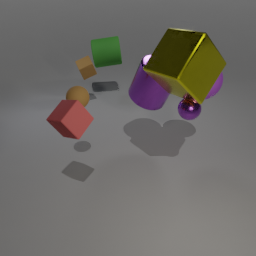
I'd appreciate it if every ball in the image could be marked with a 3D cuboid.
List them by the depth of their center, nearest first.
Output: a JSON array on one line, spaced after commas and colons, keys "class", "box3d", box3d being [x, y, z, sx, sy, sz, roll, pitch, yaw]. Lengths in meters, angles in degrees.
[{"class": "ball", "box3d": [-1.510, -0.915, 8.404, 0.700, 0.700, 0.700, 0, 30, 0]}, {"class": "ball", "box3d": [1.847, -0.581, 8.414, 0.700, 0.700, 0.700, 0, 30, 0]}, {"class": "ball", "box3d": [2.524, -1.666, 9.603, 1.400, 1.400, 1.400, 0, 30, 0]}]

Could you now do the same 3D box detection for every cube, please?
[{"class": "cube", "box3d": [-1.437, -0.220, 6.982, 0.700, 0.700, 0.700, 6, 55, 44]}, {"class": "cube", "box3d": [1.586, -1.733, 7.836, 1.400, 1.400, 1.400, 33, -2, -43]}, {"class": "cube", "box3d": [-1.984, -2.861, 13.300, 0.700, 0.700, 0.700, -26, 53, -3]}]

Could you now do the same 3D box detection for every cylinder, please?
[{"class": "cylinder", "box3d": [0.883, -1.575, 9.769, 1.400, 1.400, 1.400, 14, 43, -13]}, {"class": "cylinder", "box3d": [-1.087, -3.882, 14.323, 1.400, 1.400, 1.400, -8, 30, 0]}]
